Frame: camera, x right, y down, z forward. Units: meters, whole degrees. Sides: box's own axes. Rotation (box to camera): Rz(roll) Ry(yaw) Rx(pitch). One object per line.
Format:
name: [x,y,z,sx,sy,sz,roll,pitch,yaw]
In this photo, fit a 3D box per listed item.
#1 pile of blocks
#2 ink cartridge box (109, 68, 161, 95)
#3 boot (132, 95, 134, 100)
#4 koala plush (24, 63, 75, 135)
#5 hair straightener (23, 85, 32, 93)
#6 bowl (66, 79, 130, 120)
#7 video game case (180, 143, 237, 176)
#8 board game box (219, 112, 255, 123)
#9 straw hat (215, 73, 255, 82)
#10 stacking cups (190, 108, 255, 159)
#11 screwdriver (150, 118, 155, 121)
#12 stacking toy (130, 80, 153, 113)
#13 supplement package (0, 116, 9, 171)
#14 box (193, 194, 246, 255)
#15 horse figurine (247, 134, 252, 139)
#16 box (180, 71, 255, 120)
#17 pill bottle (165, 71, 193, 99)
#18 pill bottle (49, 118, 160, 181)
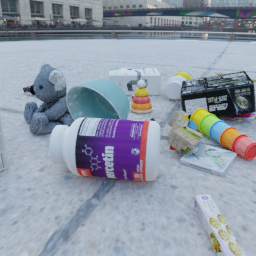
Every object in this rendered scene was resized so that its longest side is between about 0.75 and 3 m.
pile of blocks: [1.881,0.251,9.725,1.081,0.818,2.632,27,26,-1]
ink cartridge box: [0.358,-2.700,16.059,2.846,1.196,2.077,0,23,-2]
boot: [0.671,-1.560,14.547,0.886,0.321,0.639,15,25,14]
koala plush: [-2.992,-1.299,11.112,2.239,2.437,2.161,-11,24,-26]
hair straightener: [-4.711,-1.995,15.467,2.807,0.574,1.080,9,24,32]
bowl: [-0.862,-0.785,9.703,2.321,2.321,1.214,14,46,30]
video game case: [2.519,0.930,8.728,1.329,0.160,1.458,15,27,32]
board game box: [4.919,-0.754,12.502,1.939,0.378,1.532,-12,25,-25]
straw hat: [5.736,-2.294,15.224,2.561,1.084,2.561,8,15,-2]
stacking cups: [3.355,0.137,9.759,0.868,0.868,2.868,-10,25,-22]
screwdriver: [0.946,-0.003,10.967,0.239,0.249,1.715,2,26,5]
stacking toy: [0.638,-1.490,12.842,1.076,1.473,1.076,1,22,0]
supplement package: [-4.267,0.198,8.026,1.045,1.884,1.467,-16,35,-34]
box: [1.812,2.070,5.723,0.391,0.365,1.886,-2,23,-4]
horse figurine: [4.128,0.462,9.758,0.551,0.207,0.831,-15,30,-2]
box: [3.829,-1.434,12.261,2.874,1.238,2.354,-7,22,15]
pill bottle: [2.726,-2.265,15.003,1.236,1.236,2.207,9,24,20]
pill bottle: [-0.580,0.553,7.739,2.896,1.628,1.628,3,23,8]
